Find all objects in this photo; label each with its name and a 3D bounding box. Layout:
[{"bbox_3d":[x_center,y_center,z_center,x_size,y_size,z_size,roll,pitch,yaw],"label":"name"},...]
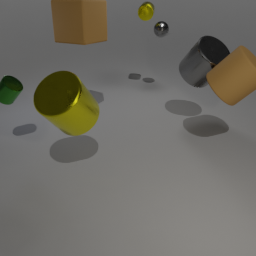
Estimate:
[{"bbox_3d":[3.531,-1.674,9.069,1.400,1.400,1.400,28,40,-26],"label":"cylinder"},{"bbox_3d":[0.829,-5.262,12.609,0.700,0.700,0.700,5,34,9],"label":"cylinder"},{"bbox_3d":[-3.931,-1.240,9.204,0.700,0.700,0.700,35,31,-24],"label":"cylinder"},{"bbox_3d":[-1.690,-3.788,9.953,1.400,1.400,1.400,13,27,27],"label":"cube"},{"bbox_3d":[-1.691,-0.663,7.931,1.400,1.400,1.400,-6,65,14],"label":"cylinder"},{"bbox_3d":[2.851,-2.459,10.517,1.400,1.400,1.400,10,62,-18],"label":"cylinder"},{"bbox_3d":[1.527,-4.526,12.848,0.700,0.700,0.700,0,32,0],"label":"ball"}]
